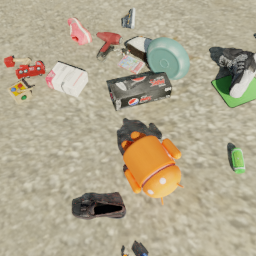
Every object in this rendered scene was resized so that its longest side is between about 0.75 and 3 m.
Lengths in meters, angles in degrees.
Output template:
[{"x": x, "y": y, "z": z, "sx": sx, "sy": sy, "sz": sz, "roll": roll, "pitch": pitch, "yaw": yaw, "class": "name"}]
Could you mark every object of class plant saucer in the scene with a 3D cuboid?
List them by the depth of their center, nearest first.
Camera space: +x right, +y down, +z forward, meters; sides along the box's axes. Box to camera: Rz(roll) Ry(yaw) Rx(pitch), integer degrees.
[{"x": 1.638, "y": -2.884, "z": 12.178, "sx": 2.108, "sy": 2.108, "sz": 0.379, "roll": 29, "pitch": 56, "yaw": 16, "class": "plant saucer"}]

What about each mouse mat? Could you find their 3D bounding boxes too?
[{"x": 5.074, "y": -1.825, "z": 12.756, "sx": 2.105, "sy": 0.079, "sz": 1.694, "roll": -19, "pitch": 61, "yaw": -12, "class": "mouse mat"}]

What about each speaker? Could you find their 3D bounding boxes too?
[{"x": 4.208, "y": 1.245, "z": 10.704, "sx": 0.419, "sy": 0.419, "sz": 0.946, "roll": 2, "pitch": 59, "yaw": 1, "class": "speaker"}]

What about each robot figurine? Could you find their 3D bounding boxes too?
[{"x": 0.856, "y": 1.324, "z": 9.993, "sx": 1.908, "sy": 1.547, "sz": 2.652, "roll": -26, "pitch": 62, "yaw": -16, "class": "robot figurine"}]

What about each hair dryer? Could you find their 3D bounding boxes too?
[{"x": -0.983, "y": -4.163, "z": 13.781, "sx": 1.611, "sy": 0.575, "sz": 2.115, "roll": -18, "pitch": 52, "yaw": -15, "class": "hair dryer"}]

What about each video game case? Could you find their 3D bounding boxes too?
[{"x": 0.154, "y": -3.068, "z": 13.484, "sx": 1.087, "sy": 0.095, "sz": 0.777, "roll": 28, "pitch": 63, "yaw": 16, "class": "video game case"}]

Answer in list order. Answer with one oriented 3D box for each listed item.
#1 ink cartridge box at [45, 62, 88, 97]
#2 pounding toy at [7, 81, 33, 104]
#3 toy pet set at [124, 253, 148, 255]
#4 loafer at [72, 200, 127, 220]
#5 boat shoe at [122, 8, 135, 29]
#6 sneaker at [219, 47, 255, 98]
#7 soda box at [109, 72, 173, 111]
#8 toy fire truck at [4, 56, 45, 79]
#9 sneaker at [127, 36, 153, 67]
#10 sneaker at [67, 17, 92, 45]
[{"x": -2.723, "y": -2.180, "z": 12.621, "sx": 1.534, "sy": 0.647, "sz": 1.111, "roll": 21, "pitch": 61, "yaw": 12, "class": "ink cartridge box"}, {"x": -4.661, "y": -1.591, "z": 12.266, "sx": 0.847, "sy": 0.654, "sz": 0.921, "roll": -37, "pitch": 66, "yaw": -19, "class": "pounding toy"}, {"x": 0.290, "y": 4.372, "z": 8.901, "sx": 0.868, "sy": 0.494, "sz": 0.930, "roll": -45, "pitch": 60, "yaw": 15, "class": "toy pet set"}, {"x": -1.015, "y": 2.767, "z": 9.663, "sx": 1.929, "sy": 0.608, "sz": 0.693, "roll": 2, "pitch": 59, "yaw": 1, "class": "loafer"}, {"x": 0.041, "y": -5.905, "z": 14.944, "sx": 0.645, "sy": 0.503, "sz": 1.421, "roll": 4, "pitch": 61, "yaw": -2, "class": "boat shoe"}, {"x": 4.780, "y": -2.592, "z": 12.619, "sx": 1.707, "sy": 1.132, "sz": 3.000, "roll": 29, "pitch": 57, "yaw": 20, "class": "sneaker"}, {"x": 0.547, "y": -1.597, "z": 12.173, "sx": 2.591, "sy": 0.821, "sz": 0.917, "roll": -14, "pitch": 60, "yaw": -9, "class": "soda box"}, {"x": -4.861, "y": -2.919, "z": 13.196, "sx": 1.776, "sy": 0.433, "sz": 1.252, "roll": -14, "pitch": 60, "yaw": -8, "class": "toy fire truck"}, {"x": 1.274, "y": -3.573, "z": 13.243, "sx": 1.187, "sy": 1.021, "sz": 2.804, "roll": -39, "pitch": 66, "yaw": -20, "class": "sneaker"}, {"x": -2.663, "y": -4.922, "z": 14.239, "sx": 0.855, "sy": 0.726, "sz": 1.970, "roll": -34, "pitch": 65, "yaw": -17, "class": "sneaker"}]
